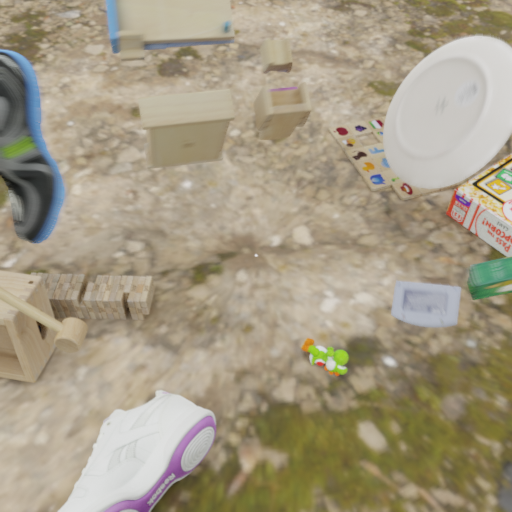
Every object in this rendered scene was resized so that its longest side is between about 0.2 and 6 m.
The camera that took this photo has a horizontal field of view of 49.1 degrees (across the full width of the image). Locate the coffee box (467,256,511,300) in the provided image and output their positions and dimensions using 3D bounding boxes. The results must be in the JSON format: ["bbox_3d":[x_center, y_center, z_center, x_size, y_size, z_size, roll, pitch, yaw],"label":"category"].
[{"bbox_3d":[3.048,0.174,6.285,1.241,0.763,0.273,-14,69,14],"label":"coffee box"}]

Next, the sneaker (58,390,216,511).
[{"bbox_3d":[-1.824,2.898,7.463,1.365,1.026,2.741,24,46,35],"label":"sneaker"}]

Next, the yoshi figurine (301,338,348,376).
[{"bbox_3d":[1.140,1.545,8.879,0.788,0.441,0.443,32,49,21],"label":"yoshi figurine"}]

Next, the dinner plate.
[{"bbox_3d":[3.021,-2.354,9.051,0.311,2.567,2.567,16,37,-38],"label":"dinner plate"}]

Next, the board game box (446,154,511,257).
[{"bbox_3d":[5.740,-1.084,10.965,3.154,0.730,2.389,-29,55,-23],"label":"board game box"}]

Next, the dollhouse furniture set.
[{"bbox_3d":[-0.873,-3.211,9.040,2.766,1.912,2.930,-8,83,-10],"label":"dollhouse furniture set"}]

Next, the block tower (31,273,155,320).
[{"bbox_3d":[-2.809,0.696,9.521,2.069,0.559,0.598,3,48,3],"label":"block tower"}]

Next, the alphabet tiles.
[{"bbox_3d":[3.190,-2.268,12.447,2.268,0.102,2.713,-14,50,-13],"label":"alphabet tiles"}]

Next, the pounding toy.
[{"bbox_3d":[-3.527,0.826,8.352,2.327,2.045,1.065,8,41,6],"label":"pounding toy"}]

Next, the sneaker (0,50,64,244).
[{"bbox_3d":[-3.680,-1.565,8.206,1.030,2.905,1.204,-11,4,36],"label":"sneaker"}]

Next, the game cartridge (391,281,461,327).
[{"bbox_3d":[2.388,0.694,7.911,0.904,0.185,0.602,5,76,30],"label":"game cartridge"}]
